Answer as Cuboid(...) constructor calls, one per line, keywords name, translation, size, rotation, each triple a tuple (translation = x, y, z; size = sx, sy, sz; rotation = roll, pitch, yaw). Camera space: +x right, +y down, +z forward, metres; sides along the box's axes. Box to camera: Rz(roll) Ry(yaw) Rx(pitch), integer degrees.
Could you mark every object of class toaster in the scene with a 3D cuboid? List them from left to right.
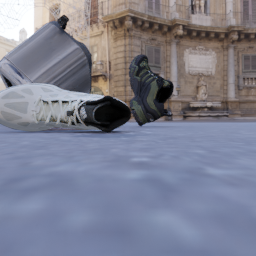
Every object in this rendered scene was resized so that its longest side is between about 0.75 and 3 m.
Cuboid(name="toaster", translation=(-2.033, -1.306, 7.201), size=(1.626, 1.848, 2.861), rotation=(41, -22, 8))

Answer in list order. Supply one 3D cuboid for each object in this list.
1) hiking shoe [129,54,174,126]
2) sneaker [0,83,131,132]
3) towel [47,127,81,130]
Cuboid(name="hiking shoe", translation=(0.790, -1.307, 8.923), size=(1.351, 2.684, 1.017), rotation=(-10, -30, 15))
Cuboid(name="sneaker", translation=(-0.917, -0.327, 4.120), size=(2.068, 0.780, 1.190), rotation=(2, -1, -23))
Cuboid(name="towel", translation=(-1.393, -0.055, 5.579), size=(1.082, 0.183, 1.133), rotation=(-1, 2, -33))
